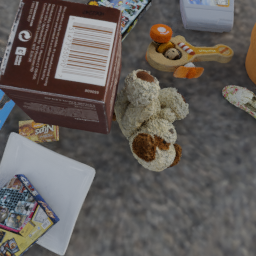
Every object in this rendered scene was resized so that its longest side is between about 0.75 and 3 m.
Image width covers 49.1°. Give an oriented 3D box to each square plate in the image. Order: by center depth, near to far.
[{"bbox_3d":[-2.403,1.751,7.606,2.571,0.369,2.596,23,98,10],"label":"square plate"}]

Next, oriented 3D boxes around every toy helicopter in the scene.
[{"bbox_3d":[1.945,-2.162,8.487,2.779,1.096,1.838,-4,53,-11],"label":"toy helicopter"}]

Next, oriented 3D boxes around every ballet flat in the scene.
[{"bbox_3d":[3.815,-0.775,8.530,1.922,0.614,0.727,35,79,9],"label":"ballet flat"}]

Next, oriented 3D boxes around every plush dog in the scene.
[{"bbox_3d":[0.519,0.066,7.672,2.169,2.704,2.322,-29,64,27],"label":"plush dog"}]

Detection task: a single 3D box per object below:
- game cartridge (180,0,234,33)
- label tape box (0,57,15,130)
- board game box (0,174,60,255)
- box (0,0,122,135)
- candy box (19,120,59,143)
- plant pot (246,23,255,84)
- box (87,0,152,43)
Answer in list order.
[{"bbox_3d":[2.695,-4.584,9.584,1.780,0.555,2.673,7,76,-3],"label":"game cartridge"},{"bbox_3d":[-4.524,-1.219,8.457,2.999,0.949,2.163,24,77,4],"label":"label tape box"},{"bbox_3d":[-3.261,2.655,7.451,2.452,0.424,1.661,-42,81,3],"label":"board game box"},{"bbox_3d":[-1.263,-1.217,6.322,2.017,2.457,2.038,9,75,0],"label":"box"},{"bbox_3d":[-2.688,0.091,8.459,1.126,0.311,0.650,-5,75,-1],"label":"candy box"},{"bbox_3d":[4.737,-2.238,8.262,2.647,1.853,2.647,0,76,0],"label":"plant pot"},{"bbox_3d":[-0.528,-3.833,9.380,1.640,0.478,2.396,34,78,8],"label":"box"}]
